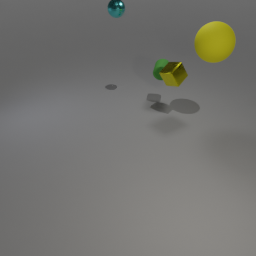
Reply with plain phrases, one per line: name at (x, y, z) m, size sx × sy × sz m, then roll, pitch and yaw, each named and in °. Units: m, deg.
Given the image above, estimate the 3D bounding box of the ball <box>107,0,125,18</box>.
ball at (-0.458, -4.690, 10.977) m, size 0.700 × 0.700 × 0.700 m, roll 0°, pitch 32°, yaw 0°

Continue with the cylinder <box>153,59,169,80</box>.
cylinder at (1.492, -2.572, 12.318) m, size 0.700 × 0.700 × 0.700 m, roll 7°, pitch 43°, yaw 11°

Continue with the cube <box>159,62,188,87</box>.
cube at (1.820, -2.145, 11.164) m, size 0.700 × 0.700 × 0.700 m, roll -49°, pitch 35°, yaw -18°

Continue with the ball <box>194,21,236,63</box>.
ball at (3.071, -3.033, 9.934) m, size 1.400 × 1.400 × 1.400 m, roll 0°, pitch 32°, yaw 0°
